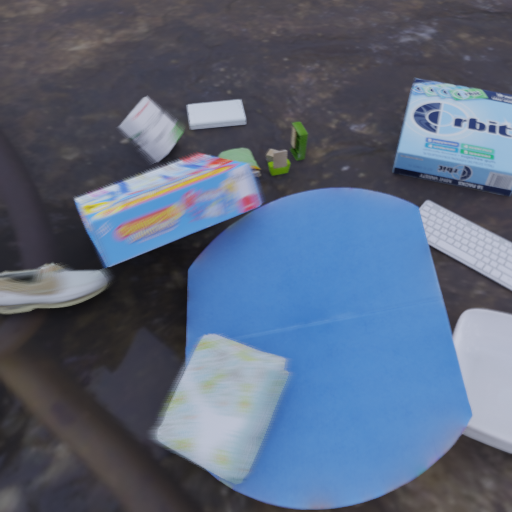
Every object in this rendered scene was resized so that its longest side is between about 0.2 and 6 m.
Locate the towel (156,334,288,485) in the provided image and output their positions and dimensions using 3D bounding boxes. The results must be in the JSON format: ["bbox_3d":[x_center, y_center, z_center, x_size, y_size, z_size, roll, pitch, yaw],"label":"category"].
[{"bbox_3d":[-0.436,1.908,7.305,1.392,0.392,1.627,14,72,38],"label":"towel"}]

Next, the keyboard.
[{"bbox_3d":[4.159,0.036,9.765,3.213,0.171,0.904,33,57,26],"label":"keyboard"}]

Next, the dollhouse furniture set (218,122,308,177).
[{"bbox_3d":[0.129,-2.122,11.286,1.787,0.690,0.893,-13,50,-11],"label":"dollhouse furniture set"}]

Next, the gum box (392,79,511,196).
[{"bbox_3d":[4.243,-2.566,11.717,2.308,0.605,2.717,14,51,12],"label":"gum box"}]

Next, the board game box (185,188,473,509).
[{"bbox_3d":[0.843,1.195,8.142,3.715,0.916,4.702,-13,55,15],"label":"board game box"}]

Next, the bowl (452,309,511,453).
[{"bbox_3d":[3.607,1.862,7.804,2.000,0.746,1.997,17,51,13],"label":"bowl"}]

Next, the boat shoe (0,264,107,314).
[{"bbox_3d":[-3.319,0.463,9.012,1.728,0.591,0.646,-12,27,-11],"label":"boat shoe"}]

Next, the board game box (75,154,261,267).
[{"bbox_3d":[-1.577,-0.890,9.332,2.548,0.712,2.495,-23,21,-16],"label":"board game box"}]

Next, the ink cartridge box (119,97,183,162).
[{"bbox_3d":[-2.139,-2.586,11.463,1.060,0.447,0.774,43,49,-20],"label":"ink cartridge box"}]

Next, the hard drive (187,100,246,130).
[{"bbox_3d":[-0.896,-3.170,12.548,1.223,0.161,0.806,-7,49,-5],"label":"hard drive"}]
